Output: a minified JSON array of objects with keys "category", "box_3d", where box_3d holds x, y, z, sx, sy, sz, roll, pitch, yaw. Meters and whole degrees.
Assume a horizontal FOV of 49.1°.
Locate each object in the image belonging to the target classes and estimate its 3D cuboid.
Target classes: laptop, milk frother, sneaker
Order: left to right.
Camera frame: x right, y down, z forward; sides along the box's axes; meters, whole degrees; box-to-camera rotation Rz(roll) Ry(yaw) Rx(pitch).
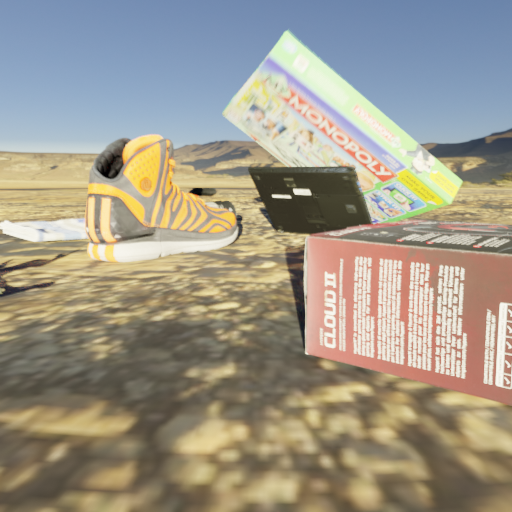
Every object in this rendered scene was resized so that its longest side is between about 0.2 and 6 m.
[{"category":"sneaker","box_3d":[-1.289,-0.965,8.734,1.230,1.776,3.171,5,10,29]},{"category":"milk frother","box_3d":[-1.167,-0.828,11.935,1.014,0.973,1.078,-7,-32,-41]},{"category":"laptop","box_3d":[1.447,-1.059,10.890,2.242,2.529,1.306,6,48,36]}]

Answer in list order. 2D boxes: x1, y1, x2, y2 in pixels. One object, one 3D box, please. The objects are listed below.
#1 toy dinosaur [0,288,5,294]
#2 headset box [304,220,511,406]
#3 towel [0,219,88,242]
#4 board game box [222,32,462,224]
[{"category":"toy dinosaur","box_3d":[-3.200,0.229,5.396,1.888,0.448,0.832,0,23,1]},{"category":"headset box","box_3d":[1.521,0.249,3.727,2.270,0.851,1.687,7,11,39]},{"category":"towel","box_3d":[-3.577,-0.499,10.452,1.392,0.226,1.896,13,13,41]},{"category":"board game box","box_3d":[1.318,-1.879,9.527,3.623,0.527,2.438,36,-17,-12]}]
